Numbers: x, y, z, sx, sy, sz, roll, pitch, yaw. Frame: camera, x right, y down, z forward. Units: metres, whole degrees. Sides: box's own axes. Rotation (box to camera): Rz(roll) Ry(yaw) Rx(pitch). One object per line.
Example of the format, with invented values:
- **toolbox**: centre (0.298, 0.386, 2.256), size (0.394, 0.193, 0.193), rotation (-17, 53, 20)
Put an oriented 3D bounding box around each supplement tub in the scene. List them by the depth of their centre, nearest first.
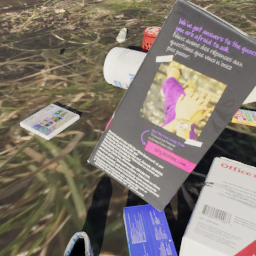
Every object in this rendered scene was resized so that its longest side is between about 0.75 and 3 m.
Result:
- **supplement tub**: centre (0.388, -2.027, 10.152), size (2.176, 1.436, 1.436), rotation (19, 41, 24)

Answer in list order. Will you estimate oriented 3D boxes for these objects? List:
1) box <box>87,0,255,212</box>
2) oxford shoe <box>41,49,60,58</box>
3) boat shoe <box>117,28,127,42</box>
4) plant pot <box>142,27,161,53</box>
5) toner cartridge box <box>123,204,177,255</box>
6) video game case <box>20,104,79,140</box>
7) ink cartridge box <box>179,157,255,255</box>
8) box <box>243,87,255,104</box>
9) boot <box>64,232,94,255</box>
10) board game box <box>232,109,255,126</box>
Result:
- **box**: centre (0.593, -0.267, 3.398), size (1.088, 2.052, 1.254), rotation (34, 22, 7)
- **oxford shoe**: centre (-3.594, -3.449, 13.032), size (0.886, 0.316, 0.316), rotation (-14, 9, -13)
- **boat shoe**: centre (-0.326, -4.933, 14.818), size (0.451, 0.389, 1.253), rotation (6, 38, 7)
- **plant pot**: centre (1.273, -4.136, 13.252), size (1.159, 1.055, 1.159), rotation (1, 39, -1)
- **toner cartridge box**: centre (0.439, 2.295, 5.342), size (0.837, 0.381, 1.763), rotation (-6, 37, -6)
- **video game case**: centre (-2.453, -0.233, 8.849), size (1.242, 0.162, 1.364), rotation (23, 42, 26)
- **ink cartridge box**: centre (2.178, 1.813, 5.479), size (1.673, 0.971, 2.319), rotation (18, 41, 22)
- **box**: centre (2.385, -0.995, 5.765), size (2.161, 0.840, 1.026), rotation (-14, 11, 27)
- **boot**: centre (-0.953, 2.594, 4.591), size (0.627, 0.815, 1.705), rotation (2, 37, 2)
- **board game box**: centre (4.020, -0.295, 8.929), size (1.318, 0.198, 0.630), rotation (14, 40, 13)
